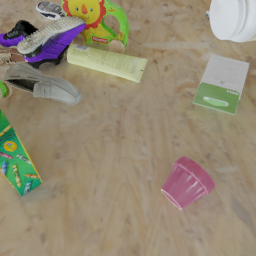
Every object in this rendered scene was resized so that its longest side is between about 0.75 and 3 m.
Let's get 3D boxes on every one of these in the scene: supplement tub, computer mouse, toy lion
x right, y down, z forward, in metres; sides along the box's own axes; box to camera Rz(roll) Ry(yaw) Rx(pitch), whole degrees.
[{"bbox_3d":[4.851,-4.400,10.451,2.990,2.174,2.174,-10,53,-13],"label":"supplement tub"},{"bbox_3d":[-2.911,-4.894,12.052,2.113,0.464,1.159,20,60,8],"label":"computer mouse"},{"bbox_3d":[-1.180,-4.019,10.049,2.512,2.408,0.862,15,42,11],"label":"toy lion"},{"bbox_3d":[-4.510,-1.021,7.844,1.896,1.978,0.679,44,25,-5],"label":"toy lion"}]

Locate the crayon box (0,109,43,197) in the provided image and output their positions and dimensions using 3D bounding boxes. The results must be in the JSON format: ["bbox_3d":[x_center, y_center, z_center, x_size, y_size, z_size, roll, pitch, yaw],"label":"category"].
[{"bbox_3d":[-2.905,0.499,6.688,0.678,2.327,1.382,-32,59,-22],"label":"crayon box"}]

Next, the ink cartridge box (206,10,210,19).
[{"bbox_3d":[4.275,-4.713,11.972,1.353,0.294,1.341,-22,57,-14],"label":"ink cartridge box"}]

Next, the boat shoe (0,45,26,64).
[{"bbox_3d":[-4.344,-2.574,10.172,1.749,0.662,0.628,11,57,19],"label":"boat shoe"}]

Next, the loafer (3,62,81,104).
[{"bbox_3d":[-2.669,-1.252,8.787,2.418,0.845,0.844,21,53,2],"label":"loafer"}]

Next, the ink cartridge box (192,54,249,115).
[{"bbox_3d":[2.965,-1.250,9.036,1.292,0.738,2.488,19,55,14],"label":"ink cartridge box"}]

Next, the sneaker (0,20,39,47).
[{"bbox_3d":[-4.037,-3.477,10.451,2.430,1.209,0.845,6,53,3],"label":"sneaker"}]

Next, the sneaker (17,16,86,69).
[{"bbox_3d":[-2.555,-2.977,10.003,2.531,1.259,0.880,-34,50,-14],"label":"sneaker"}]

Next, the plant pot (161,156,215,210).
[{"bbox_3d":[1.393,1.407,6.881,0.985,1.100,1.100,-44,63,-11],"label":"plant pot"}]

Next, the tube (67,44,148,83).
[{"bbox_3d":[-0.770,-2.336,9.967,2.770,0.804,0.719,15,16,9],"label":"tube"}]
